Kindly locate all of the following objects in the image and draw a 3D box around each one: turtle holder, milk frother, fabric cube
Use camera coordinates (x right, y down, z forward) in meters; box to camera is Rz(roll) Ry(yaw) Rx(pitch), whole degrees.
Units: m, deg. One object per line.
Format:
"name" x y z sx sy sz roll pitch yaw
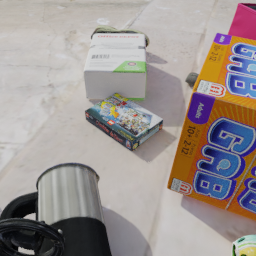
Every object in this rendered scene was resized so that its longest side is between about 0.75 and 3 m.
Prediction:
"turtle holder" 2.427 2.506 5.303 0.772 0.826 1.088 6 18 9
"milk frother" -1.326 1.588 5.180 2.187 2.423 2.279 3 40 -21
"fabric cube" 5.001 -2.546 9.546 2.571 2.563 2.522 -10 42 -23

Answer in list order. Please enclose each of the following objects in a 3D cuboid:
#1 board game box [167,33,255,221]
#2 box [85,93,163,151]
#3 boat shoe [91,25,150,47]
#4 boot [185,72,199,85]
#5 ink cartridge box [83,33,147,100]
"board game box" 2.890 -0.023 6.549 2.917 2.916 2.918 18 44 14
"box" -0.149 -0.273 8.871 2.087 0.393 1.426 33 51 31
"boat shoe" -0.405 -3.913 12.570 2.717 0.971 0.893 18 56 18
"boot" 2.784 -1.579 10.229 1.442 0.523 1.312 28 35 18
"ink cartridge box" -0.395 -2.399 10.592 2.125 1.227 2.921 1 42 1
